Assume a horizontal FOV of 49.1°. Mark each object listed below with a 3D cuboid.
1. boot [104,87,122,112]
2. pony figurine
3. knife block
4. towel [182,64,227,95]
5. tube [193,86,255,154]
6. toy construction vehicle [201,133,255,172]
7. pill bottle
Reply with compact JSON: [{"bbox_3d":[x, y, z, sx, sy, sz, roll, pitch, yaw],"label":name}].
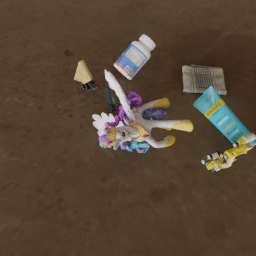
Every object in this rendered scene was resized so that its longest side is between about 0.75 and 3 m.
[{"bbox_3d":[-0.424,-0.996,9.072,0.581,0.890,0.301,-35,32,-33],"label":"boot"},{"bbox_3d":[0.132,-0.269,7.623,2.460,2.048,2.374,-6,38,-24],"label":"pony figurine"},{"bbox_3d":[-1.396,-1.779,9.701,0.834,0.950,0.304,20,23,-4],"label":"knife block"},{"bbox_3d":[2.774,-1.823,10.255,1.556,0.279,1.616,5,46,5],"label":"towel"},{"bbox_3d":[2.831,-0.213,8.136,2.076,0.804,0.523,53,27,19],"label":"tube"},{"bbox_3d":[2.590,0.710,7.078,1.203,1.382,0.487,-18,70,-23],"label":"toy construction vehicle"},{"bbox_3d":[0.269,-2.516,9.878,1.479,0.830,0.830,-49,57,3],"label":"pill bottle"}]
